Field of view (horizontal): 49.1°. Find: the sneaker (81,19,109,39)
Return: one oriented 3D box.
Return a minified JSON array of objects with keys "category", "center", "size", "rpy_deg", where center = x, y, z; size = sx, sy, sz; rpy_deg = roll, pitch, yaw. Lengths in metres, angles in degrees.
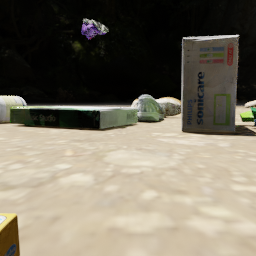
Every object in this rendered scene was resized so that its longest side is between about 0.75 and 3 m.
[{"category":"sneaker","center":[-0.931,-2.662,7.709],"size":[0.476,0.492,1.180],"rpy_deg":[15,12,-36]}]

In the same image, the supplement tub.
[{"category":"supplement tub","center":[-3.856,-0.585,8.744],"size":[0.826,0.826,1.139],"rpy_deg":[3,6,28]}]

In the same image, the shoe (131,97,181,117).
[{"category":"shoe","center":[1.131,-0.762,11.638],"size":[2.460,0.860,0.657],"rpy_deg":[4,35,37]}]

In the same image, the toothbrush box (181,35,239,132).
[{"category":"toothbrush box","center":[1.989,-1.017,7.099],"size":[1.185,2.004,2.752],"rpy_deg":[2,5,15]}]

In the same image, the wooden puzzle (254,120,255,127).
[{"category":"wooden puzzle","center":[3.608,0.128,4.305],"size":[1.841,0.319,2.729],"rpy_deg":[2,4,-28]}]

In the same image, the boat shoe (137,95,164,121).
[{"category":"boat shoe","center":[0.761,-0.718,9.962],"size":[0.990,0.861,2.686],"rpy_deg":[1,6,12]}]

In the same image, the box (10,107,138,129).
[{"category":"box","center":[-1.467,-0.350,7.882],"size":[2.925,0.531,2.111],"rpy_deg":[2,5,26]}]

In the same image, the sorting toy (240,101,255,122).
[{"category":"sorting toy","center":[3.933,-0.296,6.701],"size":[2.033,0.405,2.751],"rpy_deg":[14,-7,-8]}]

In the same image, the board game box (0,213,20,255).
[{"category":"board game box","center":[-0.843,0.500,0.701],"size":[0.761,0.201,0.995],"rpy_deg":[0,5,1]}]
